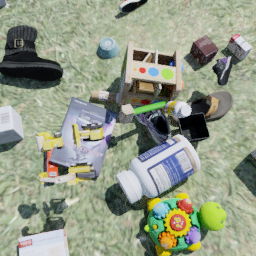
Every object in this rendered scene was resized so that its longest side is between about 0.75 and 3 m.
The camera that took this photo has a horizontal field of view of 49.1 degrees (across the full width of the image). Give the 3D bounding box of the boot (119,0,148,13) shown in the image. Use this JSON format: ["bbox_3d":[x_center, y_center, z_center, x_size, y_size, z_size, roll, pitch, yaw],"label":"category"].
[{"bbox_3d":[0.000,-6.233,13.402,1.679,0.608,1.211,-35,72,-21],"label":"boot"}]

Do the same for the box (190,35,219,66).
[{"bbox_3d":[3.310,-3.387,12.208,0.739,0.747,0.900,-31,72,-11],"label":"box"}]

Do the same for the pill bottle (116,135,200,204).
[{"bbox_3d":[1.029,1.503,9.916,2.734,1.517,1.517,-28,72,-10],"label":"pill bottle"}]

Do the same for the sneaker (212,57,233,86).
[{"bbox_3d":[3.406,-2.063,10.371,0.640,0.554,1.462,5,47,32],"label":"sneaker"}]

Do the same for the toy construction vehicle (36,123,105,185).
[{"bbox_3d":[-1.476,0.701,7.242,1.794,0.632,1.562,-3,105,-1],"label":"toy construction vehicle"}]

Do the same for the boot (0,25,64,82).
[{"bbox_3d":[-4.014,-3.248,11.965,2.891,1.088,2.161,7,69,3],"label":"boot"}]

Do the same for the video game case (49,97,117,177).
[{"bbox_3d":[-1.642,0.315,10.712,1.920,0.255,2.688,20,67,-13],"label":"video game case"}]

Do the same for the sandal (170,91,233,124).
[{"bbox_3d":[3.000,-0.868,11.245,2.700,0.737,1.103,-13,70,-5],"label":"sandal"}]

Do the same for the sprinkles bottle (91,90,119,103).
[{"bbox_3d":[-0.893,-1.304,11.595,1.192,0.407,0.407,8,69,4],"label":"sprinkles bottle"}]

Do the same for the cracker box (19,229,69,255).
[{"bbox_3d":[-2.691,4.611,9.199,1.485,0.639,2.217,-10,70,-4],"label":"cracker box"}]

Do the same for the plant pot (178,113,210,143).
[{"bbox_3d":[2.433,0.104,10.792,1.014,0.901,1.016,-8,70,-4],"label":"plant pot"}]

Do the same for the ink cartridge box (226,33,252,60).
[{"bbox_3d":[4.875,-3.563,12.306,0.388,0.688,0.937,-33,72,-12],"label":"ink cartridge box"}]

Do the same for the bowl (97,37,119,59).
[{"bbox_3d":[-0.899,-3.633,12.433,0.978,0.512,0.978,0,68,1],"label":"bowl"}]

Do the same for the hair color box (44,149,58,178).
[{"bbox_3d":[-2.880,1.269,10.448,0.383,0.635,1.251,3,66,-26],"label":"hair color box"}]

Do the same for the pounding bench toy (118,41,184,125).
[{"bbox_3d":[0.886,-1.395,10.632,2.282,1.818,2.926,8,65,-8],"label":"pounding bench toy"}]

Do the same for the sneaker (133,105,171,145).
[{"bbox_3d":[0.983,-0.429,10.669,0.832,1.498,2.141,-36,73,-13],"label":"sneaker"}]

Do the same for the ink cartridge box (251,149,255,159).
[{"bbox_3d":[6.160,0.691,10.097,2.416,1.755,1.747,-33,73,-12],"label":"ink cartridge box"}]

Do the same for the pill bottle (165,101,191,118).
[{"bbox_3d":[1.651,-0.608,9.172,0.515,0.988,0.515,-3,99,-20],"label":"pill bottle"}]

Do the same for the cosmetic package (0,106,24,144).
[{"bbox_3d":[-4.704,-0.093,10.702,0.993,1.194,1.000,-13,70,-5],"label":"cosmetic package"}]

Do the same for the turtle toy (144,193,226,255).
[{"bbox_3d":[1.881,3.127,9.372,2.713,1.371,1.977,-10,69,-4],"label":"turtle toy"}]

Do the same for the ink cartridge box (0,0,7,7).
[{"bbox_3d":[-6.841,-7.123,13.024,1.099,1.876,2.596,-25,72,-12],"label":"ink cartridge box"}]
